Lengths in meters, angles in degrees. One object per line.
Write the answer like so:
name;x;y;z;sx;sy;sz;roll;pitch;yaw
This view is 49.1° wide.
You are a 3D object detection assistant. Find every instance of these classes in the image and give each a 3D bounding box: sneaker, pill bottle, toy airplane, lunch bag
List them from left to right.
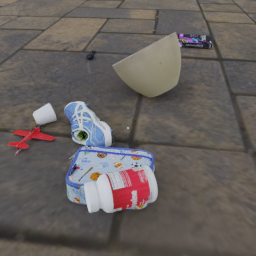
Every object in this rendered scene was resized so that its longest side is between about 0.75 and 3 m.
toy airplane;-2.855;0.275;7.999;1.366;0.251;1.366;-1;35;1
sneaker;-1.314;-0.110;8.034;0.841;0.827;2.183;-22;40;-32
lunch bag;-0.414;1.047;6.537;2.015;0.761;1.615;7;35;7
pill bottle;-0.146;1.160;5.222;1.258;0.706;0.706;-10;37;-16

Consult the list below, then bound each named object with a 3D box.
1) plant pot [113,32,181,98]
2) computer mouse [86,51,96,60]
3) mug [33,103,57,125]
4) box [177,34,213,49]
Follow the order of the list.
plant pot;0.882;-2.013;9.712;2.380;1.598;2.380;-27;14;7
computer mouse;-1.706;-3.429;13.186;0.331;0.192;1.129;-3;29;12
mug;-2.616;-0.361;8.753;0.595;0.725;0.580;-27;76;-19
box;3.436;-4.495;14.480;1.816;0.328;1.298;8;37;9
